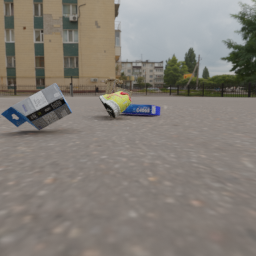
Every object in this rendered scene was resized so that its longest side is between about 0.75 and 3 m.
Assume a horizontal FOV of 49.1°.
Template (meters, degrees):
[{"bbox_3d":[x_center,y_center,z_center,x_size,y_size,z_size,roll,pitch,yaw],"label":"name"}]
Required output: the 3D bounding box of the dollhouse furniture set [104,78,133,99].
[{"bbox_3d":[-0.700,-1.787,15.483,0.960,1.677,1.966,14,1,-30],"label":"dollhouse furniture set"}]

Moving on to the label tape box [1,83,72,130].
[{"bbox_3d":[-2.301,-0.400,7.229,1.504,0.497,1.078,-32,-17,-9],"label":"label tape box"}]

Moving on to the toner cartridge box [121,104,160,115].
[{"bbox_3d":[0.409,-0.827,12.464,1.881,0.406,0.893,5,-1,31],"label":"toner cartridge box"}]

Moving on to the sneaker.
[{"bbox_3d":[-0.448,-1.043,11.372,1.055,0.913,2.335,-34,21,-6],"label":"sneaker"}]
